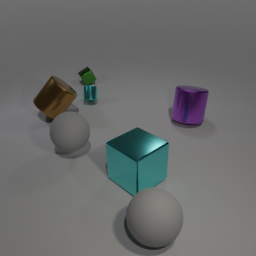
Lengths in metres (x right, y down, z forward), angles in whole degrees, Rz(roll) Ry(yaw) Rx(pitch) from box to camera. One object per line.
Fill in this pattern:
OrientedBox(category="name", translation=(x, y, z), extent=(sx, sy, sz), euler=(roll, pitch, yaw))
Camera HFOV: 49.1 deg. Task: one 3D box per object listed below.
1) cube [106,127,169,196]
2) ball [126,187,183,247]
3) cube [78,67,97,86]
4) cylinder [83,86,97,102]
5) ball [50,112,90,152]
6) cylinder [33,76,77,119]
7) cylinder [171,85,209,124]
OrientedBox(category="cube", translation=(0.293, 1.029, 8.820), extent=(1.400, 1.400, 1.400), euler=(-25, 37, -36))
OrientedBox(category="ball", translation=(0.654, 2.182, 6.905), extent=(1.400, 1.400, 1.400), euler=(0, 31, 0))
OrientedBox(category="cube", translation=(-2.335, -2.961, 16.048), extent=(0.700, 0.700, 0.700), euler=(-35, 38, -5))
OrientedBox(category="cylinder", translation=(-1.867, -1.690, 13.851), extent=(0.700, 0.700, 0.700), euler=(-1, -3, 0))
OrientedBox(category="ball", translation=(-2.029, 0.126, 9.833), extent=(1.400, 1.400, 1.400), euler=(0, 31, 0))
OrientedBox(category="cylinder", translation=(-3.193, -1.335, 12.337), extent=(1.400, 1.400, 1.400), euler=(39, 10, -9))
OrientedBox(category="cylinder", translation=(2.665, -1.025, 12.096), extent=(1.400, 1.400, 1.400), euler=(5, 18, -2))
